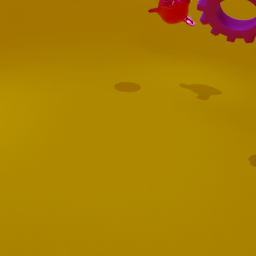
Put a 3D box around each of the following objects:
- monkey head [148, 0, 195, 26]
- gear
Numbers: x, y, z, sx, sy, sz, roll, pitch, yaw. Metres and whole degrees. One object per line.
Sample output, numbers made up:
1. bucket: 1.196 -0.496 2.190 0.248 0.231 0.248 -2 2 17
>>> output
1. monkey head: 1.476 -4.086 9.688 1.818 1.095 1.308 25 48 17
2. gear: 2.183 -2.327 5.511 1.587 1.587 0.293 18 73 24
